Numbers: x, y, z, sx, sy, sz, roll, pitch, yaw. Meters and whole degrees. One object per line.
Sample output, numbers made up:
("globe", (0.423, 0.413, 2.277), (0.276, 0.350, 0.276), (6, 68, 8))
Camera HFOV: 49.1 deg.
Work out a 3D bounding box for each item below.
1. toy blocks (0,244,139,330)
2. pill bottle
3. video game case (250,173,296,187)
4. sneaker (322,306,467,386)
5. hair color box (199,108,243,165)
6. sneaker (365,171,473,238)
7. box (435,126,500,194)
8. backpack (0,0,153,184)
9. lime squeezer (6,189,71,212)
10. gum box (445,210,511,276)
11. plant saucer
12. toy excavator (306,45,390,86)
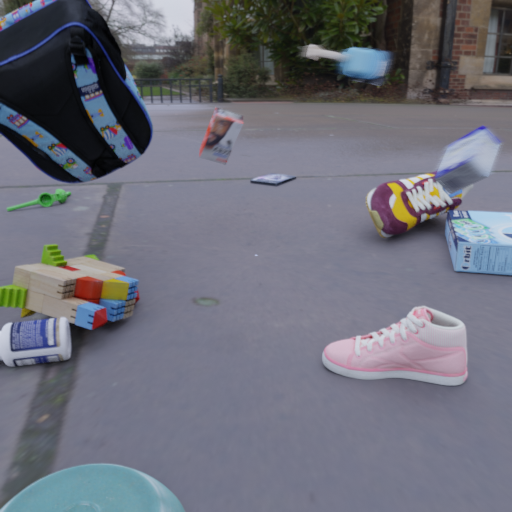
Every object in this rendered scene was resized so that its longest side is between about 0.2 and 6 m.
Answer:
("toy blocks", (-2.320, 0.485, 7.849), (1.385, 1.012, 2.026), (15, 9, 15))
("pill bottle", (-2.781, 1.057, 6.819), (0.954, 0.530, 0.530), (-5, 20, -13))
("video game case", (0.533, -2.326, 17.065), (0.909, 0.121, 1.273), (11, 23, 29))
("sneaker", (1.625, 0.973, 6.562), (1.676, 0.876, 0.631), (3, 22, 12))
("hair color box", (-0.778, -2.617, 12.332), (0.638, 1.151, 0.368), (13, 41, -17))
("sneaker", (3.507, -1.266, 11.854), (1.395, 1.160, 3.096), (-23, 1, 41))
("box", (3.111, -1.407, 8.259), (0.705, 0.402, 0.766), (-30, 25, 58))
("backpack", (-2.987, -2.527, 9.026), (2.350, 2.574, 1.732), (-26, 51, 8))
("lime squeezer", (-5.326, -1.482, 14.297), (0.713, 0.381, 2.020), (10, 23, 27))
("gum box", (5.032, -0.244, 10.395), (2.725, 0.607, 2.315), (5, 20, 13))
("plant saucer", (-1.332, 2.088, 4.246), (1.640, 0.295, 1.640), (0, 20, 0))
("toy excavator", (1.591, -3.398, 9.684), (1.098, 0.564, 1.129), (26, 18, 40))
